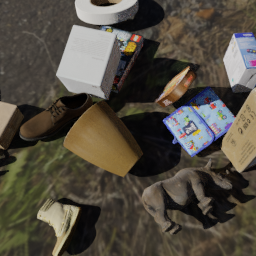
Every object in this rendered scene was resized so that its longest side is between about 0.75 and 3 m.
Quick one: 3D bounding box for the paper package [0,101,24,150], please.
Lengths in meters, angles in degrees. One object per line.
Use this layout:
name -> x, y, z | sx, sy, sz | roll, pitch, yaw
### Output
paper package -> -4.073, -0.139, 8.590 | 1.228, 0.666, 1.288 | 15, 65, 8

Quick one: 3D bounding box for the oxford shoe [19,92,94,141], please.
oxford shoe -> -2.230, -0.461, 8.584 | 2.458, 1.038, 0.893 | -31, 64, -16

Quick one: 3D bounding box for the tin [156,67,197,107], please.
tin -> 1.408, -1.176, 8.303 | 0.396, 1.891, 1.059 | 34, 78, -6

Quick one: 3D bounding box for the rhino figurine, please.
rhino figurine -> 1.649, 1.606, 7.267 | 2.894, 0.865, 1.265 | -20, 47, -28

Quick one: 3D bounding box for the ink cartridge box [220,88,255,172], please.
ink cartridge box -> 4.020, -0.226, 7.386 | 2.378, 2.887, 1.084 | -23, 61, -12

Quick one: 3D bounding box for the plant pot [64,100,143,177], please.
plant pot -> -0.545, 0.461, 7.842 | 1.835, 1.710, 1.710 | 41, 67, 7

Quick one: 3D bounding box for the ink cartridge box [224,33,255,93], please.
ink cartridge box -> 3.874, -2.327, 9.535 | 0.712, 1.273, 1.866 | -4, 60, -2

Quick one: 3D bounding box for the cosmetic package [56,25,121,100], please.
cosmetic package -> -1.131, -1.966, 8.641 | 1.388, 1.397, 1.669 | 15, 79, 7

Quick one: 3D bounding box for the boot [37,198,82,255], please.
boot -> -1.889, 2.521, 7.179 | 1.019, 0.477, 1.311 | 16, 60, 9

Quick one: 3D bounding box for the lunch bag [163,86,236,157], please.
lunch bag -> 2.094, -0.099, 8.523 | 1.874, 0.881, 1.411 | -35, 77, -7

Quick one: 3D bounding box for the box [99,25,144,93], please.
box -> -0.662, -2.569, 10.123 | 1.731, 0.504, 2.528 | 19, 62, 11

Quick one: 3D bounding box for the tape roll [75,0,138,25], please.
tape roll -> -0.839, -4.986, 11.272 | 2.567, 0.469, 2.567 | -3, 48, 3
